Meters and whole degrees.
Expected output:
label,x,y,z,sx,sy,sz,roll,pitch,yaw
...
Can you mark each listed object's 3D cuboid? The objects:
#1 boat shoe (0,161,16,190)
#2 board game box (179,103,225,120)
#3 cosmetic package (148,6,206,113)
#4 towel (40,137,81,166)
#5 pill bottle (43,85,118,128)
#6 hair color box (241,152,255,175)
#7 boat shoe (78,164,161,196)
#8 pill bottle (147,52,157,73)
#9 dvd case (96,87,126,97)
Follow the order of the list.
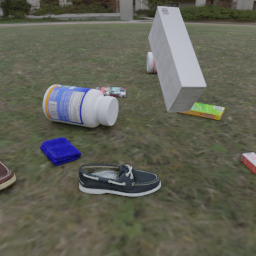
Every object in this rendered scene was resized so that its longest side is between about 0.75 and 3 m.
label,x,y,z,sx,sy,sz,roll,pitch,yaw
boat shoe,-4.355,0.911,7.869,2.874,1.034,1.037,16,31,30
board game box,3.038,-0.816,12.195,2.077,0.311,0.992,16,30,24
cosmetic package,1.235,-1.875,7.538,0.699,1.140,2.761,-2,62,-15
towel,-2.202,0.699,9.099,0.961,0.323,1.302,-18,32,-30
pill bottle,-1.780,-0.821,10.838,2.648,1.484,1.484,9,28,18
hair color box,3.826,1.074,8.421,0.427,0.258,0.842,-6,28,-10
boat shoe,-0.218,1.322,7.455,2.222,0.670,0.840,-2,27,-5
pill bottle,2.382,-4.169,17.783,2.293,1.287,1.287,-1,26,-2
dvd case,-0.909,-1.844,14.384,1.600,0.176,1.168,-1,27,0
